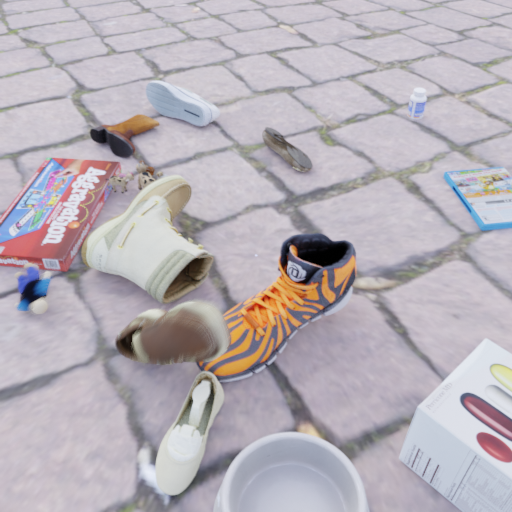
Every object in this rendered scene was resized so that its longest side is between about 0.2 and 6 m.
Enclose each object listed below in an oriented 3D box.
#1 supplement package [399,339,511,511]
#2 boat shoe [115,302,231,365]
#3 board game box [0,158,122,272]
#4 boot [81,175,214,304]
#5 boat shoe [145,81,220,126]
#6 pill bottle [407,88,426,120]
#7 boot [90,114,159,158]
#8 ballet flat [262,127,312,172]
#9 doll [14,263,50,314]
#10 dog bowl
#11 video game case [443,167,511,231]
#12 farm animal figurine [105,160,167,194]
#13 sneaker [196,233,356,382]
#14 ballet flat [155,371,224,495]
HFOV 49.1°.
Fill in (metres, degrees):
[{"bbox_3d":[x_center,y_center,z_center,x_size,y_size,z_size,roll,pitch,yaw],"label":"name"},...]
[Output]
[{"bbox_3d":[3.166,2.383,7.253,1.699,1.307,1.777,-32,52,-32],"label":"supplement package"},{"bbox_3d":[-1.320,1.271,8.190,0.913,0.911,2.468,-26,6,-36],"label":"boat shoe"},{"bbox_3d":[-4.278,-1.022,11.962,1.821,0.344,3.538,5,41,4],"label":"board game box"},{"bbox_3d":[-1.617,-0.366,10.709,2.137,0.996,2.763,24,50,25],"label":"boot"},{"bbox_3d":[-2.013,-4.144,15.366,2.294,0.844,0.766,35,36,22],"label":"boat shoe"},{"bbox_3d":[4.392,-4.150,15.250,0.431,0.769,0.431,0,41,0],"label":"pill bottle"},{"bbox_3d":[-3.150,-3.112,14.400,1.553,0.565,1.650,23,38,35],"label":"boot"},{"bbox_3d":[0.711,-2.536,13.712,0.633,0.435,1.878,-1,39,-43],"label":"ballet flat"},{"bbox_3d":[-3.923,0.587,9.872,0.850,0.302,1.246,-44,44,2],"label":"doll"},{"bbox_3d":[0.452,3.118,6.971,2.012,0.590,2.012,0,40,0],"label":"dog bowl"},{"bbox_3d":[5.250,-1.309,12.410,1.480,0.184,2.068,-6,41,-6],"label":"video game case"},{"bbox_3d":[-2.595,-1.737,12.492,1.130,0.596,1.142,36,53,22],"label":"farm animal figurine"},{"bbox_3d":[0.301,0.618,8.729,3.094,1.733,1.200,-35,61,-21],"label":"sneaker"},{"bbox_3d":[-0.918,2.374,7.805,0.628,0.628,1.809,10,42,11],"label":"ballet flat"}]
